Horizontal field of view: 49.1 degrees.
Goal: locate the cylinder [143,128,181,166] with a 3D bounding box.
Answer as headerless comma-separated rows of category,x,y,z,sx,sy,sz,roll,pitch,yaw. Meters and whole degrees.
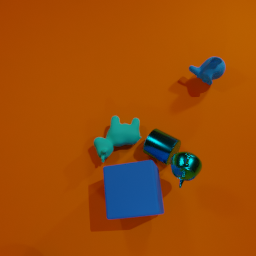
cylinder,0.992,0.545,8.166,0.826,0.826,0.826,28,73,24

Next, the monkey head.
monkey head,2.522,-1.907,8.846,1.021,1.419,0.855,33,99,7

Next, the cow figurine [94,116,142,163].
cow figurine,-0.304,0.360,8.390,1.414,0.776,1.391,5,68,-2

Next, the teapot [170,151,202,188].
teapot,1.439,1.037,7.091,0.805,1.295,0.634,14,49,13

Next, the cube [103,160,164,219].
cube,0.180,1.687,7.491,1.313,1.313,1.313,-9,72,10
